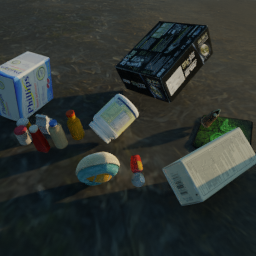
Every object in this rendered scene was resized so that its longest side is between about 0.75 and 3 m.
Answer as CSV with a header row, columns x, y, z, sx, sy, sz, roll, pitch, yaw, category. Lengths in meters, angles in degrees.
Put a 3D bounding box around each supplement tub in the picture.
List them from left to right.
x,y,z,sx,sy,sz,roll,pitch,yaw,category
-0.405,-0.251,7.830,1.217,0.883,0.883,-45,47,-8,supplement tub

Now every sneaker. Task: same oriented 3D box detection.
x,y,z,sx,sy,sz,roll,pitch,yaw,category
2.536,-0.337,8.549,0.319,0.342,0.904,45,48,5,sneaker

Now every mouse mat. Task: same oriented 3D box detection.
x,y,z,sx,sy,sz,roll,pitch,yaw,category
2.832,0.151,8.249,1.537,0.072,1.910,9,36,21,mouse mat

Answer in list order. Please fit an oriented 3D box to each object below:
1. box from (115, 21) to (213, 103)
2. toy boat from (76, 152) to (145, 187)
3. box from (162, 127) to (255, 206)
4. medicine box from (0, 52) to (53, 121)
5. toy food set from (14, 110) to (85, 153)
x,y,z,sx,sy,sz,roll,pitch,yaw,category
1.320,-2.477,10.132,2.258,1.188,2.758,25,67,41,box
-0.364,0.988,6.272,1.552,1.304,0.721,0,68,-19,toy boat
1.892,0.831,6.318,2.023,0.786,0.960,-21,79,-31,box
-3.344,-1.352,9.070,0.905,1.601,1.758,18,39,15,medicine box
-2.287,-0.026,7.468,2.032,0.914,0.970,10,48,19,toy food set
